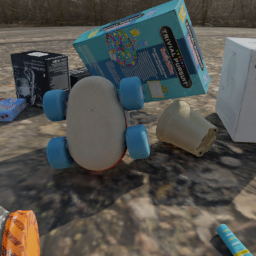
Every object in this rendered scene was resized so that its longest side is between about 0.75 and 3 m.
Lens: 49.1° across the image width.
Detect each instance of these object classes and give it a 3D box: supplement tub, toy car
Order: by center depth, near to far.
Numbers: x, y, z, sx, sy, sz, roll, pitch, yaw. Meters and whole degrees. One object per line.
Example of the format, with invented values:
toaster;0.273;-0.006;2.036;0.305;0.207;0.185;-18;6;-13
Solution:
supplement tub;-2.388;1.721;3.331;2.427;1.487;1.487;-4;25;-9
toy car;-0.551;-0.016;7.206;2.250;2.159;2.441;-8;-8;11

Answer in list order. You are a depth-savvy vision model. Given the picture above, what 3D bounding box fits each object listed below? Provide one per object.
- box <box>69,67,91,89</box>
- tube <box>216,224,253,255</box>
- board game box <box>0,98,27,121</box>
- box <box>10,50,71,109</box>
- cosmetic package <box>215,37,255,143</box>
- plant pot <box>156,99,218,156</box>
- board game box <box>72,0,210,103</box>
box;-2.115;-2.355;13.206;1.305;0.729;1.849;15;28;37
tube;1.730;1.907;4.523;0.298;0.194;0.770;-19;33;-11
board game box;-4.871;-0.691;9.970;1.999;0.366;1.512;1;24;1
box;-3.280;-1.857;10.680;1.927;1.894;1.194;14;28;29
cosmetic package;3.831;-1.232;8.473;1.586;2.580;2.572;4;25;3
plant pot;1.626;0.085;7.428;1.325;1.325;1.213;-21;43;-38
board game box;0.347;-1.751;7.402;3.000;2.265;0.704;-5;41;34
